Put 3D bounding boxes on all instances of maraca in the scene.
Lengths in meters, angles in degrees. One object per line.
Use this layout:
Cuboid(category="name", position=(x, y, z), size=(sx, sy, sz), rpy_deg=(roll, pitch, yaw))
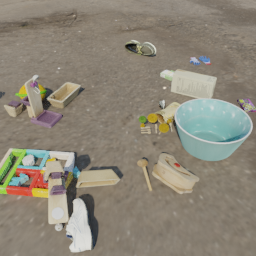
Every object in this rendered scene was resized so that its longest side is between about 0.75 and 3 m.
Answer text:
Cuboid(category="maraca", position=(-4.535, -1.639, 13.076), size=(1.238, 0.966, 1.805), rpy_deg=(-15, 17, -37))

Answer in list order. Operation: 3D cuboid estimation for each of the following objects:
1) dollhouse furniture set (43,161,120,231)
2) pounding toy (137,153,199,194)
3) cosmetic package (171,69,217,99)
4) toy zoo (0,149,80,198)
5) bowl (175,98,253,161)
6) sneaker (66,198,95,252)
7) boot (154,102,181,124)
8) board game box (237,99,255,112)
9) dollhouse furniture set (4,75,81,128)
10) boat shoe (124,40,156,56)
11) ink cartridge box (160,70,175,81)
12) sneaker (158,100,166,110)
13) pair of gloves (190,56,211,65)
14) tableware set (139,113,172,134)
Cuboid(category="dollhouse furniture set", position=(-1.215, 1.951, 8.075), size=(2.312, 1.832, 1.641), rpy_deg=(-1, 64, -19))
Cuboid(category="pounding toy", position=(1.263, 1.577, 9.248), size=(1.903, 1.092, 1.088), rpy_deg=(33, 20, 23))
Cuboid(category="cosmetic package", position=(3.141, -2.085, 13.515), size=(1.969, 1.036, 0.700), rpy_deg=(19, 40, 21))
Cuboid(category="toy zoo", position=(-3.004, 1.492, 9.492), size=(2.863, 0.293, 1.878), rpy_deg=(4, 38, 5))
Cuboid(category="bowl", position=(2.975, 0.198, 10.257), size=(2.677, 1.400, 2.677), rpy_deg=(0, 37, 0))
Cuboid(category="sneaker", position=(-1.400, 2.653, 7.792), size=(0.715, 0.611, 1.641), rpy_deg=(-14, 39, -9))
Cuboid(category="boot", position=(2.048, -0.457, 11.748), size=(1.286, 0.602, 1.654), rpy_deg=(-26, 44, -30))
Cuboid(category="board game box", position=(5.464, -1.039, 12.891), size=(0.564, 0.152, 0.940), rpy_deg=(-4, 38, 1))
Cuboid(category="dollhouse furniture set", position=(-3.696, -1.895, 12.373), size=(2.344, 2.099, 2.958), rpy_deg=(15, 40, 18))
Cuboid(category="boat shoe", position=(0.727, -4.891, 17.311), size=(0.691, 0.826, 2.311), rpy_deg=(-30, 41, -33))
Cuboid(category="ink cartridge box", position=(2.371, -2.969, 15.286), size=(0.758, 0.250, 1.042), rpy_deg=(29, 48, 33))
Cuboid(category="sneaker", position=(1.548, -0.991, 12.732), size=(0.318, 0.296, 0.802), rpy_deg=(-7, 31, 7))
Cuboid(category="pair of gloves", position=(4.294, -4.026, 16.711), size=(1.315, 0.150, 1.057), rpy_deg=(-4, 38, -6))
Cuboid(category="tableware set", position=(1.067, -0.161, 10.834), size=(1.276, 0.196, 0.860), rpy_deg=(-4, 67, 0))
